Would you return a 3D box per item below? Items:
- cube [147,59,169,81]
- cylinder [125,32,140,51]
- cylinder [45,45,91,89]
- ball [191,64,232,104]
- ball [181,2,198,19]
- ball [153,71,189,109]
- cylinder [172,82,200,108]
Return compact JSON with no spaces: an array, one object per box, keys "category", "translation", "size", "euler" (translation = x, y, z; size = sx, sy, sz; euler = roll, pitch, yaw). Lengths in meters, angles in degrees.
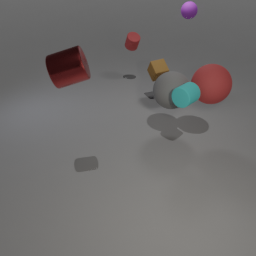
[{"category":"cube","translation":[1.405,-2.709,13.115],"size":[0.700,0.700,0.700],"euler":[-16,71,-16]},{"category":"cylinder","translation":[0.234,-4.532,14.669],"size":[0.700,0.700,0.700],"euler":[6,61,-11]},{"category":"cylinder","translation":[-1.201,-1.229,5.681],"size":[0.700,0.700,0.700],"euler":[-17,31,5]},{"category":"ball","translation":[2.928,-1.542,9.862],"size":[1.400,1.400,1.400],"euler":[0,31,0]},{"category":"ball","translation":[2.615,-5.024,11.969],"size":[0.700,0.700,0.700],"euler":[0,31,0]},{"category":"ball","translation":[1.629,-1.400,10.437],"size":[1.400,1.400,1.400],"euler":[0,31,0]},{"category":"cylinder","translation":[1.921,-1.098,9.279],"size":[0.700,0.700,0.700],"euler":[25,38,35]}]
